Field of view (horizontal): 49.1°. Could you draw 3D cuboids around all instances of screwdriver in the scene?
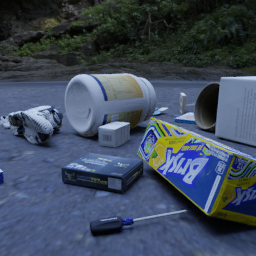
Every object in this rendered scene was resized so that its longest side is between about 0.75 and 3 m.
[{"bbox_3d":[0.198,1.339,4.108,1.524,0.213,0.222,-6,-15,-12],"label":"screwdriver"}]

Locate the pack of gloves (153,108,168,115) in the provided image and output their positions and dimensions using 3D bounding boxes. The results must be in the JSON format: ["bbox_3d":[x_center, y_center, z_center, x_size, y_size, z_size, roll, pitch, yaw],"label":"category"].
[{"bbox_3d":[1.360,-0.782,14.245,0.964,0.227,1.148,7,24,40],"label":"pack of gloves"}]

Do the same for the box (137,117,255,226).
[{"bbox_3d":[1.223,0.606,5.210,1.042,0.956,2.973,18,5,-20],"label":"box"}]

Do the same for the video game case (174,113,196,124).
[{"bbox_3d":[3.091,-0.436,12.549,1.393,0.173,1.946,7,14,31],"label":"video game case"}]

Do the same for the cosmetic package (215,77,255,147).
[{"bbox_3d":[4.388,-0.555,8.693,2.021,2.009,2.415,-8,15,-34],"label":"cosmetic package"}]

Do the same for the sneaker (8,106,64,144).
[{"bbox_3d":[-2.755,-0.234,9.437,1.711,1.049,2.629,-21,13,-38],"label":"sneaker"}]

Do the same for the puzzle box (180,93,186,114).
[{"bbox_3d":[2.866,-1.304,14.692,0.186,0.975,1.466,1,12,6],"label":"puzzle box"}]

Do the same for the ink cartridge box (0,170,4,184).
[{"bbox_3d":[-3.113,0.936,5.924,0.555,0.261,1.180,-10,15,-41],"label":"ink cartridge box"}]

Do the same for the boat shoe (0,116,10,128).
[{"bbox_3d":[-4.754,-0.267,11.169,0.439,0.418,1.220,-9,15,-37],"label":"boat shoe"}]

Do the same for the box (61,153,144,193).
[{"bbox_3d":[-0.503,0.895,5.876,1.397,0.356,1.102,6,12,23],"label":"box"}]

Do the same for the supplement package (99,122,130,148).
[{"bbox_3d":[-0.405,0.185,8.650,0.589,0.591,1.007,6,13,24],"label":"supplement package"}]

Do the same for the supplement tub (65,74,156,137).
[{"bbox_3d":[-0.573,-0.911,10.188,2.901,2.095,2.095,-10,16,-42],"label":"supplement tub"}]

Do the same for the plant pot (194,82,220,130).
[{"bbox_3d":[3.666,-0.673,10.608,1.562,1.800,1.800,13,7,-22],"label":"plant pot"}]
